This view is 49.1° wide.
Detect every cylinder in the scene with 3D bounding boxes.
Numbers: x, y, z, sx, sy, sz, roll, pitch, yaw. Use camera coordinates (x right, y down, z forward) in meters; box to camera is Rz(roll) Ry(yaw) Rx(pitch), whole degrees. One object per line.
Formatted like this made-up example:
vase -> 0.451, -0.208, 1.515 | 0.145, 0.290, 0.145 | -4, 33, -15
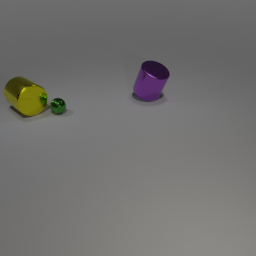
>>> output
cylinder -> 1.095, -2.245, 13.376 | 1.400, 1.400, 1.400 | 11, 46, -12
cylinder -> -4.501, -1.417, 12.339 | 1.400, 1.400, 1.400 | -26, 40, -36

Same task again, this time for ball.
ball -> -3.072, -0.978, 12.319 | 0.700, 0.700, 0.700 | 0, 31, 0
